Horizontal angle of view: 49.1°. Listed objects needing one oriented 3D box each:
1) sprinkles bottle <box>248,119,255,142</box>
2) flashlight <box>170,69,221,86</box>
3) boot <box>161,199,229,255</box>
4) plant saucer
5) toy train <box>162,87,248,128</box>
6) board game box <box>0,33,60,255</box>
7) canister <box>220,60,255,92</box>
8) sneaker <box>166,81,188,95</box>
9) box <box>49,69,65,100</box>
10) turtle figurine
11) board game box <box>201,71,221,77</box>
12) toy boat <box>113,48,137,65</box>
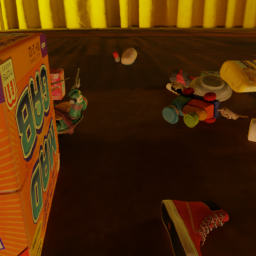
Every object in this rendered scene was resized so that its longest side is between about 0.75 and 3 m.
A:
[{"bbox_3d":[3.713,0.167,6.578,1.609,0.549,0.549,11,25,22],"label":"sprinkles bottle"},{"bbox_3d":[2.743,-1.958,11.365,2.039,0.690,0.693,14,28,32],"label":"flashlight"},{"bbox_3d":[1.042,1.403,3.834,0.942,0.473,1.306,-1,20,-5],"label":"boot"},{"bbox_3d":[2.926,-1.501,9.839,1.484,0.373,1.484,0,44,0],"label":"plant saucer"},{"bbox_3d":[2.020,-0.385,7.620,1.178,0.862,2.036,-31,37,-33],"label":"toy train"},{"bbox_3d":[-2.530,0.169,3.861,2.649,2.650,2.652,-3,23,-6],"label":"board game box"},{"bbox_3d":[4.677,-1.993,10.690,1.952,0.845,1.449,-7,47,-26],"label":"canister"},{"bbox_3d":[1.848,-1.527,10.723,0.433,0.399,1.081,-21,30,-36],"label":"sneaker"},{"bbox_3d":[-3.313,-1.574,10.087,1.942,0.968,0.927,-1,23,-2],"label":"box"},{"bbox_3d":[-1.769,-0.411,6.947,1.995,1.342,2.665,-3,34,40],"label":"turtle figurine"},{"bbox_3d":[3.865,-2.181,12.381,1.285,0.278,1.909,6,24,13],"label":"board game box"},{"bbox_3d":[-0.102,-2.531,10.004,0.884,0.411,0.743,10,59,24],"label":"toy boat"}]
